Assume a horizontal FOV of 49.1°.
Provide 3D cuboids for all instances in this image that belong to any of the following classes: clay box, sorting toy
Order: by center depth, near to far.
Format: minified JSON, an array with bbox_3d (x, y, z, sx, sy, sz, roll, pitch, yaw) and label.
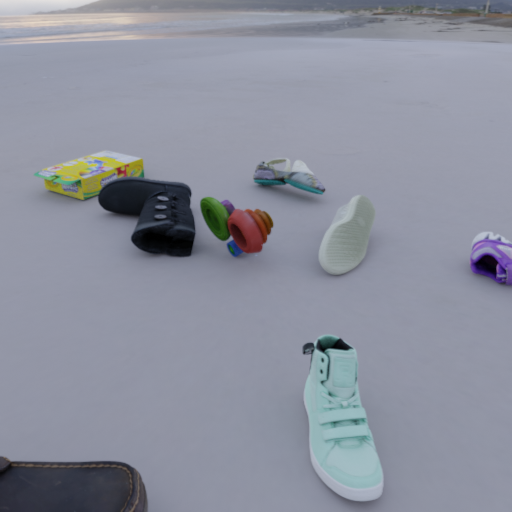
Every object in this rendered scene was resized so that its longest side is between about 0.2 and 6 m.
[{"bbox_3d":[-0.259,-0.592,10.202,0.730,1.068,1.778,-31,37,-22],"label":"sorting toy"},{"bbox_3d":[-4.038,-1.963,13.639,1.356,0.562,2.361,16,31,29],"label":"clay box"}]

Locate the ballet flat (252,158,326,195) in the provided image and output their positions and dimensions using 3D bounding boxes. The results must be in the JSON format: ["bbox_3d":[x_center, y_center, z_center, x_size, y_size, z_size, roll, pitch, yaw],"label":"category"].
[{"bbox_3d":[0.781,-1.927,13.134,2.051,0.738,0.738,15,30,38],"label":"ballet flat"}]

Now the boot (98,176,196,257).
[{"bbox_3d":[-2.242,-0.764,11.148,2.033,0.810,2.467,-5,32,-5],"label":"boot"}]

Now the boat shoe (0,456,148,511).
[{"bbox_3d":[-2.645,2.243,4.518,3.485,1.278,1.298,-8,28,-16],"label":"boat shoe"}]

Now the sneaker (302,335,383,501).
[{"bbox_3d":[0.888,1.618,5.998,0.668,1.071,1.816,-3,28,-10],"label":"sneaker"}]

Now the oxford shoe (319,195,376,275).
[{"bbox_3d":[1.630,-0.344,10.399,0.648,0.843,2.243,-30,17,41],"label":"oxford shoe"}]

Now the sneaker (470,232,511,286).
[{"bbox_3d":[4.398,0.187,9.334,1.838,0.739,0.813,16,37,37],"label":"sneaker"}]
